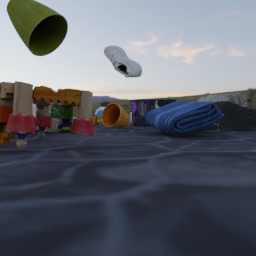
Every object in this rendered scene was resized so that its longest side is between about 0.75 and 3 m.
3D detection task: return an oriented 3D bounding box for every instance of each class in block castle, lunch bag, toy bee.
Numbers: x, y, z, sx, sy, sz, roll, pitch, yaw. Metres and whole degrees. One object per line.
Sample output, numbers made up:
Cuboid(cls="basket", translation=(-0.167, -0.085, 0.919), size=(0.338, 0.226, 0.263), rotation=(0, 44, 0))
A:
Cuboid(cls="block castle", translation=(-1.520, -0.183, 4.519), size=(1.303, 0.915, 1.950), rotation=(3, 2, -38))
Cuboid(cls="lunch bag", translation=(4.199, -0.812, 12.919), size=(1.772, 1.472, 2.112), rotation=(-16, 12, -35))
Cuboid(cls="toy bee", translation=(-1.082, -0.421, 12.422), size=(1.410, 0.766, 0.923), rotation=(-33, -31, 24))

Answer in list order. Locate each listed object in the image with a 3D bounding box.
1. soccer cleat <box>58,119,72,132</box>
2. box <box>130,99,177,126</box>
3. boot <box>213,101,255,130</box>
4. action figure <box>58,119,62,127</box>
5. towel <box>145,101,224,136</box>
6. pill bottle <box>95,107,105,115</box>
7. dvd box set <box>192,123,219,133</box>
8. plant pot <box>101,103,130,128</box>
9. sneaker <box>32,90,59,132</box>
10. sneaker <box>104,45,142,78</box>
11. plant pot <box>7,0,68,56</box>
Cuboid(cls="soccer cleat", translation=(-1.706, -0.144, 7.704), size=(0.410, 0.492, 1.214), rotation=(-1, 3, -12))
Cuboid(cls="box", translation=(1.064, -0.658, 11.985), size=(1.833, 1.120, 0.972), rotation=(0, 3, -10))
Cuboid(cls="boot", translation=(2.965, -0.431, 9.572), size=(2.134, 0.850, 2.589), rotation=(10, 3, -18))
Cuboid(cls="action figure", translation=(-3.112, -0.619, 9.899), size=(1.264, 1.405, 1.887), rotation=(9, -7, 34))
Cuboid(cls="towel", translation=(1.223, -0.241, 6.813), size=(1.257, 0.547, 2.252), rotation=(-19, 10, -7))
Cuboid(cls="pill bottle", translation=(-1.507, -0.813, 17.289), size=(0.970, 0.970, 1.731), rotation=(0, 4, 1))
Cuboid(cls="dvd box set", translation=(1.696, -0.022, 7.816), size=(1.013, 0.204, 1.385), rotation=(-4, 4, -17))
Cuboid(cls="plant pot", translation=(-0.369, -0.366, 9.964), size=(0.864, 0.864, 0.791), rotation=(2, -12, 36))
Cuboid(cls="sneaker", translation=(-2.710, -0.406, 7.476), size=(1.430, 1.029, 2.735), rotation=(3, -6, -26))
Cuboid(cls="sneaker", translation=(-0.434, -3.417, 14.255), size=(2.524, 0.888, 1.011), rotation=(41, 40, 22))
Cuboid(cls="plant pot", translation=(-3.007, -3.374, 8.847), size=(1.619, 1.515, 1.515), rotation=(43, 15, 13))
